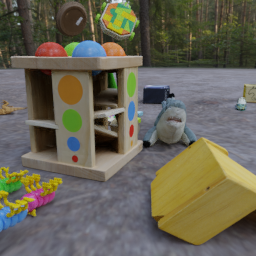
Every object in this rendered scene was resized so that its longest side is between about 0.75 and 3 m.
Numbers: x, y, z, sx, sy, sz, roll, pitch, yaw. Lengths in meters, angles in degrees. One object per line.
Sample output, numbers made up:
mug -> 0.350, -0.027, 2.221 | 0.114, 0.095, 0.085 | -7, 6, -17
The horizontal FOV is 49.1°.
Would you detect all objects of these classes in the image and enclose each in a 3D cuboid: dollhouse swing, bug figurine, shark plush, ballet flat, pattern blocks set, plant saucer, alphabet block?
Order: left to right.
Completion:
bug figurine -> -1.755, 0.944, 3.751 | 1.810, 0.466, 1.403 | 4, 9, 32
plant saucer -> -2.097, -4.099, 10.645 | 1.320, 1.320, 0.194 | -12, 42, -38
pattern blocks set -> -0.591, -0.354, 9.184 | 2.115, 0.195, 2.406 | 6, 16, 21
shark plush -> 1.216, -0.344, 7.235 | 1.264, 1.158, 2.781 | 4, 15, 15
dollhouse swing -> 1.255, 1.023, 3.828 | 1.364, 1.320, 1.501 | -40, 10, 12
ballet flat -> 4.526, -1.000, 11.200 | 0.460, 0.460, 1.239 | 5, 16, 18
alphabet block -> 5.681, -1.573, 12.681 | 0.803, 0.784, 0.788 | 3, 13, 15

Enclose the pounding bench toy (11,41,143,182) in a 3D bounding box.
pounding bench toy -> -0.650, -0.637, 6.057 | 1.847, 2.319, 2.973 | 6, 16, 23

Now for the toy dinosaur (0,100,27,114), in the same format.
toy dinosaur -> -4.306, -0.656, 10.118 | 1.542, 0.466, 0.819 | -11, 36, -9

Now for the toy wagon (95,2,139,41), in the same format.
toy wagon -> -0.252, -3.302, 8.329 | 1.198, 1.544, 0.305 | 24, -28, -11

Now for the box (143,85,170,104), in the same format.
box -> 1.290, -1.520, 12.592 | 1.168, 0.726, 1.177 | 1, 14, 7
